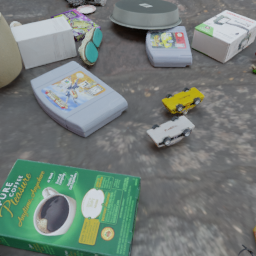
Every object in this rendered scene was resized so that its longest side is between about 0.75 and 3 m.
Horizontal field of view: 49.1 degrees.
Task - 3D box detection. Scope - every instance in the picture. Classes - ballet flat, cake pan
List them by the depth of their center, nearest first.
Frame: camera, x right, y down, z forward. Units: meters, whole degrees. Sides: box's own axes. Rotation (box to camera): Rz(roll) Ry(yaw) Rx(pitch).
[{"bbox_3d":[-1.454,-2.940,10.357,0.690,0.747,2.215,-15,39,24],"label":"ballet flat"},{"bbox_3d":[0.742,-4.803,11.608,3.003,0.551,3.003,2,37,-1],"label":"cake pan"}]

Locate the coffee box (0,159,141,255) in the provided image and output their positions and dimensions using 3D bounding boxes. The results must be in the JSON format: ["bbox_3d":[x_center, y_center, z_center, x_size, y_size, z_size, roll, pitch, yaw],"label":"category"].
[{"bbox_3d":[-1.307,1.729,6.006,2.993,0.658,1.840,7,48,5],"label":"coffee box"}]

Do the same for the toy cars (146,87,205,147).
[{"bbox_3d":[1.366,-0.268,7.849,1.128,0.557,2.516,14,47,18],"label":"toy cars"}]

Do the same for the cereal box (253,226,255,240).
[{"bbox_3d":[3.348,2.483,5.580,1.413,0.279,1.017,2,48,2],"label":"cereal box"}]

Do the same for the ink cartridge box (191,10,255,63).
[{"bbox_3d":[3.677,-3.513,10.598,2.096,0.880,1.525,-36,57,-28],"label":"ink cartridge box"}]

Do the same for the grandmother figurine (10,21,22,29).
[{"bbox_3d":[-3.868,-3.860,11.175,1.842,0.558,1.117,18,41,12],"label":"grandmother figurine"}]

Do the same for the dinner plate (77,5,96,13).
[{"bbox_3d":[-1.907,-5.427,12.856,0.864,0.105,0.864,0,46,0],"label":"dinner plate"}]

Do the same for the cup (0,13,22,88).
[{"bbox_3d":[-4.301,-2.216,8.708,2.287,1.635,2.287,-17,46,19],"label":"cup"}]

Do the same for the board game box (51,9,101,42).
[{"bbox_3d":[-2.211,-4.362,11.790,1.237,0.333,2.061,-32,55,-21],"label":"board game box"}]

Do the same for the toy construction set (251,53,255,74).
[{"bbox_3d":[5.392,-2.540,9.635,1.505,1.387,1.805,-12,49,54],"label":"toy construction set"}]

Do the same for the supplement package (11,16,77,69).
[{"bbox_3d":[-2.987,-3.075,10.043,1.925,1.125,1.129,-20,50,-17],"label":"supplement package"}]

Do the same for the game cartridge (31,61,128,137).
[{"bbox_3d":[-1.646,-0.973,8.567,1.909,0.595,2.867,-32,55,-31],"label":"game cartridge"}]

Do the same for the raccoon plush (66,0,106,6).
[{"bbox_3d":[-2.236,-6.367,13.457,2.233,1.080,1.496,23,26,-21],"label":"raccoon plush"}]

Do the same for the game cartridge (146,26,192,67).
[{"bbox_3d":[1.469,-3.144,10.565,1.585,0.487,2.381,-2,48,3],"label":"game cartridge"}]

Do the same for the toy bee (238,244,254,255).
[{"bbox_3d":[2.531,2.736,4.983,1.328,1.103,2.029,-35,83,-28],"label":"toy bee"}]
